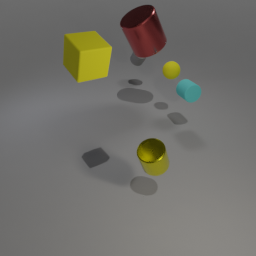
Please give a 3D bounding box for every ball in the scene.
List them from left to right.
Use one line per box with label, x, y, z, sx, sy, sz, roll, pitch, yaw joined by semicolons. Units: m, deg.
ball;1.710;-2.275;11.048;0.700;0.700;0.700;0;32;0

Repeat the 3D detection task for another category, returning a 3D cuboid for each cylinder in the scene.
cylinder;0.533;-3.544;13.834;0.700;0.700;0.700;6;69;-16
cylinder;0.601;-3.661;10.655;1.400;1.400;1.400;-17;46;18
cylinder;0.623;0.716;6.852;0.700;0.700;0.700;-9;53;12
cylinder;2.267;-1.396;10.498;0.700;0.700;0.700;-10;30;-16

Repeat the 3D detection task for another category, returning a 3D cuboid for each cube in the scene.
cube;-0.834;-1.443;5.632;0.700;0.700;0.700;-19;52;-31
